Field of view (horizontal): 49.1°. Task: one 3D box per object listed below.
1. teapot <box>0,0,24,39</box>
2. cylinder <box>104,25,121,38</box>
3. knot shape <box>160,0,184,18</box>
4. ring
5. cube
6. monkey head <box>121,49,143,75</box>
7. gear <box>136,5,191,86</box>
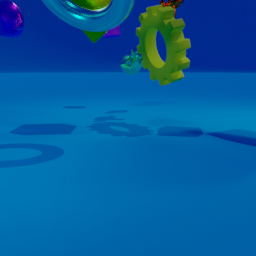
[{"bbox_3d":[-3.338,-2.914,7.612,1.629,1.013,0.797,27,39,25],"label":"teapot"},{"bbox_3d":[-0.699,-4.157,11.641,0.701,0.701,0.701,-8,10,1],"label":"cylinder"},{"bbox_3d":[1.476,-4.358,10.361,1.115,1.044,0.515,-7,47,-35],"label":"knot shape"},{"bbox_3d":[-0.850,-2.616,5.008,2.056,0.411,2.056,16,-28,9],"label":"ring"},{"bbox_3d":[-0.761,-3.177,7.326,1.204,1.204,1.204,-35,18,23],"label":"cube"},{"bbox_3d":[0.265,-2.081,9.264,0.970,0.812,1.348,33,13,13],"label":"monkey head"},{"bbox_3d":[0.894,-2.212,7.620,0.379,2.048,2.048,-20,19,-21],"label":"gear"}]
